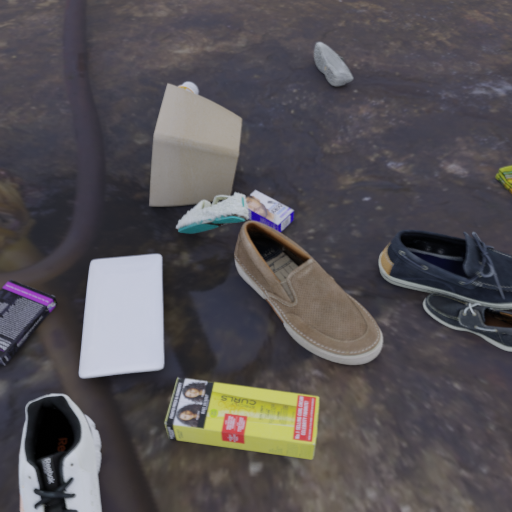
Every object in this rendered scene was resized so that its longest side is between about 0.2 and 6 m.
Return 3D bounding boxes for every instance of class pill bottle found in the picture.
[{"bbox_3d":[-1.919,-4.016,14.495,0.627,0.627,1.111,14,50,13],"label":"pill bottle"}]

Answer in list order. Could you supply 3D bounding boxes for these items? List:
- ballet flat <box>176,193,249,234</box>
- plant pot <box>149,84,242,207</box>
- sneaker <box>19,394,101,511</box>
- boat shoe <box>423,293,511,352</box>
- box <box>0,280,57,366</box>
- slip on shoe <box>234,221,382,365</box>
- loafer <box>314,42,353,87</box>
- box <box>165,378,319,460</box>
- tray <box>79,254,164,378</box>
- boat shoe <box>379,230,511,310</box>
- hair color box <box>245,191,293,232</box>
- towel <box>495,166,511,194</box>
[{"bbox_3d":[-0.843,-0.853,11.090,1.856,0.666,0.666,-9,37,40],"label":"ballet flat"},{"bbox_3d":[-1.277,-2.253,12.204,1.731,1.955,1.953,9,48,-7],"label":"plant pot"},{"bbox_3d":[-2.605,3.441,7.321,1.298,1.408,3.521,-14,51,-14],"label":"sneaker"},{"bbox_3d":[3.904,1.042,9.994,1.795,0.607,0.645,23,53,21],"label":"boat shoe"},{"bbox_3d":[-4.481,1.167,10.098,1.060,0.268,1.483,18,49,17],"label":"box"},{"bbox_3d":[0.862,0.564,10.108,1.298,1.035,3.415,-29,54,-24],"label":"slip on shoe"},{"bbox_3d":[2.144,-5.409,15.794,0.628,0.629,1.800,-10,56,-17],"label":"loafer"},{"bbox_3d":[-0.196,2.512,8.676,2.268,0.568,0.854,7,49,7],"label":"box"},{"bbox_3d":[-2.379,1.059,10.174,1.400,0.289,2.608,-6,49,-4],"label":"tray"},{"bbox_3d":[3.984,0.189,10.467,3.258,1.014,1.216,11,47,6],"label":"boat shoe"},{"bbox_3d":[0.218,-0.933,11.935,1.037,0.336,0.567,29,55,26],"label":"hair color box"},{"bbox_3d":[6.710,-1.018,12.044,1.354,0.284,3.147,-19,51,-15],"label":"towel"}]
